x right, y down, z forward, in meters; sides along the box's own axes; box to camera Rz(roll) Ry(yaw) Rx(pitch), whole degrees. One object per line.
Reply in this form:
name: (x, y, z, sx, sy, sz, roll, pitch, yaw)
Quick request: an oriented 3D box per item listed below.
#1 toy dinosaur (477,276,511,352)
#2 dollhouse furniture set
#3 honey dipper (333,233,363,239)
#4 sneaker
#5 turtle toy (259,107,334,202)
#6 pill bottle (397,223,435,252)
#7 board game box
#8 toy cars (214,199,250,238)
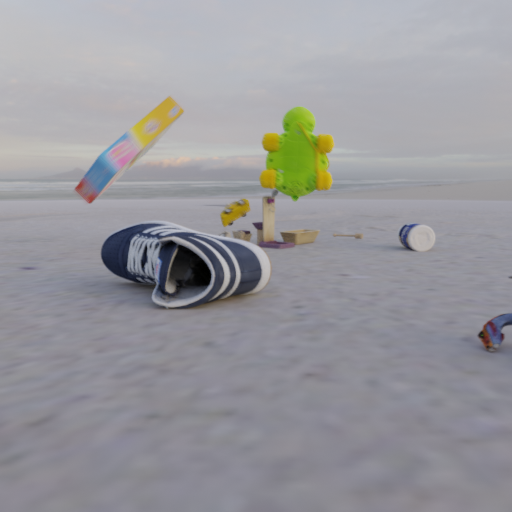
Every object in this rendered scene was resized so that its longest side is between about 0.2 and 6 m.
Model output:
toy dinosaur: (2.370, 0.678, 4.183, 1.365, 0.717, 1.239, 33, -13, -16)
dollhouse furniture set: (0.518, -0.866, 12.436, 1.348, 1.208, 1.702, 6, 10, 40)
honey dipper: (2.190, -0.482, 13.418, 0.735, 0.140, 0.140, 3, 8, 27)
sneaker: (-1.173, 0.060, 6.658, 2.440, 0.855, 1.324, 7, 8, 26)
turtle toy: (0.847, -2.097, 11.483, 1.453, 1.994, 1.008, 3, -2, 5)
pill bottle: (3.234, -0.403, 11.482, 0.540, 0.540, 0.972, 0, 8, -4)
board game box: (-2.367, -1.971, 10.460, 1.539, 0.406, 2.011, -28, 20, 52)
toy cars: (-0.561, -0.492, 9.539, 0.271, 1.224, 0.549, 39, 14, 35)
